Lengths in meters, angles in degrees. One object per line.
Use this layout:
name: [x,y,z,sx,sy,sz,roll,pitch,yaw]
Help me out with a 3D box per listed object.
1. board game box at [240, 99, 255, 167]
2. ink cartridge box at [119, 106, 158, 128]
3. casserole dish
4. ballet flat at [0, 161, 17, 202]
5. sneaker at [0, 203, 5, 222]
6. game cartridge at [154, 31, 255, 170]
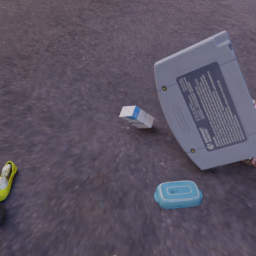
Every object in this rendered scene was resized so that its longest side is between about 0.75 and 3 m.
board game box: [3.438,0.101,7.601,2.076,1.005,1.655,21,43,25]
ink cartridge box: [0.334,-0.264,8.185,0.588,1.016,0.339,-1,65,51]
casserole dish: [1.173,1.504,6.478,1.134,0.220,0.687,-4,38,-4]
ballet flat: [-2.958,1.227,6.706,0.361,0.362,1.080,0,39,0]
sneaker: [-3.995,1.209,6.045,2.957,1.211,1.083,13,40,17]
game cartridge: [1.836,-0.468,6.487,1.931,2.900,0.602,-18,17,29]
